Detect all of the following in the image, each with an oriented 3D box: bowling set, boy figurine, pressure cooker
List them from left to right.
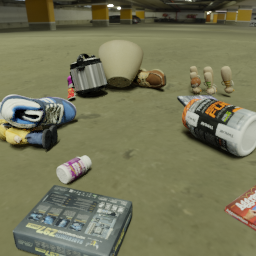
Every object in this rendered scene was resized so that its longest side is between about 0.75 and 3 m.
[{"bbox_3d":[-3.698,0.161,10.048,2.369,0.763,1.473,10,21,19],"label":"boy figurine"},{"bbox_3d":[-2.126,-2.942,14.906,1.814,2.030,1.786,-20,14,-29],"label":"pressure cooker"},{"bbox_3d":[3.999,-2.306,15.004,1.920,1.481,2.759,-32,28,-26],"label":"bowling set"}]

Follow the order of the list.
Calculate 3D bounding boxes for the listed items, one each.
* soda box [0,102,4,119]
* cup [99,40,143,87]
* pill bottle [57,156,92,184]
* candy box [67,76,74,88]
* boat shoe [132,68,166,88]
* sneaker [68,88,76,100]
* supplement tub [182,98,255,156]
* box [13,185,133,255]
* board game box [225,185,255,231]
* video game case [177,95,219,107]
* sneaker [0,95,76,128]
[{"bbox_3d":[-5.951,-0.391,11.075,2.731,0.930,0.869,-5,25,-10],"label":"soda box"},{"bbox_3d":[-0.441,-3.411,15.733,2.574,1.841,2.574,3,-18,1],"label":"cup"},{"bbox_3d":[-1.541,1.174,8.166,0.546,0.546,0.973,18,30,34],"label":"pill bottle"},{"bbox_3d":[-2.701,-3.030,17.081,1.468,0.657,2.153,1,25,5],"label":"candy box"},{"bbox_3d":[1.036,-2.841,16.383,1.084,1.110,2.935,-21,23,-27],"label":"boat shoe"},{"bbox_3d":[-2.995,-1.789,14.561,0.432,0.477,1.123,-21,23,-1],"label":"sneaker"},{"bbox_3d":[3.215,-0.142,9.840,1.530,1.530,2.497,-18,30,-33],"label":"supplement tub"},{"bbox_3d":[-1.117,2.103,6.159,2.105,0.537,1.660,7,25,14],"label":"box"},{"bbox_3d":[3.436,1.890,7.050,1.947,0.189,1.002,-19,30,-35],"label":"board game box"},{"bbox_3d":[3.562,-1.367,14.097,1.854,0.176,1.324,-2,25,-8],"label":"video game case"},{"bbox_3d":[-3.106,-0.469,10.343,2.970,1.197,2.175,8,14,-29],"label":"sneaker"}]
